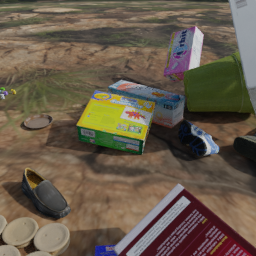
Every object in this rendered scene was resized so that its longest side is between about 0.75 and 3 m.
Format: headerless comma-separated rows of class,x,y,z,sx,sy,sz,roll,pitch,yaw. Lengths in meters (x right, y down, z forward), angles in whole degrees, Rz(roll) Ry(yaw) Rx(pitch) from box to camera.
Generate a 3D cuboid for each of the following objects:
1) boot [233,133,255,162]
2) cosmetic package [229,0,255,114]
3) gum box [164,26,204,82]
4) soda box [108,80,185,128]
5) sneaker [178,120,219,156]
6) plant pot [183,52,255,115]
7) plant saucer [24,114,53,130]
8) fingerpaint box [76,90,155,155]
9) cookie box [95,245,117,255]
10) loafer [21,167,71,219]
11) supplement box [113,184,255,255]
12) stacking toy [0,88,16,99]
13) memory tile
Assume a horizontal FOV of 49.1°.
boot,4.598,0.481,8.379,2.265,0.822,2.060,-11,33,-31
cosmetic package,3.660,-2.055,8.067,0.756,2.207,2.928,-12,68,24
gum box,2.389,-3.174,11.976,1.247,2.197,0.727,-1,-19,43
soda box,0.619,-0.955,10.458,2.860,0.978,0.909,19,35,29
sneaker,2.145,0.334,8.758,0.676,0.665,1.756,7,29,-23
plant pot,3.359,-1.557,10.447,2.408,2.536,2.536,-8,30,8
plant saucer,-3.184,-0.200,10.001,0.993,0.159,0.993,0,30,0
fingerpaint box,-0.331,-0.214,8.883,2.066,0.758,1.723,12,48,8
cookie box,-0.243,2.579,5.099,0.721,0.317,0.843,-2,30,-3
loafer,-2.004,1.521,6.610,1.692,0.612,0.616,23,36,32
supplement box,1.313,2.365,4.043,1.578,0.883,2.900,-41,51,-12
stacking toy,-5.482,-1.522,12.235,0.908,0.213,0.684,12,31,23
memory tile,-2.717,2.526,5.279,2.847,0.239,2.182,4,30,9
